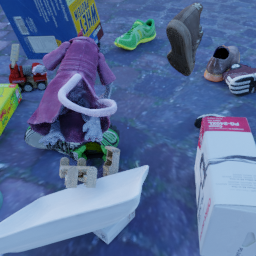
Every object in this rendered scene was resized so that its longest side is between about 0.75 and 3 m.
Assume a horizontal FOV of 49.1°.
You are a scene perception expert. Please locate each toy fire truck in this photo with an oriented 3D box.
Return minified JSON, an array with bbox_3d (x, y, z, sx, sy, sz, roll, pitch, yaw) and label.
[{"bbox_3d":[-3.780,-2.241,10.410,1.355,1.539,0.990,-9,41,-11],"label":"toy fire truck"}]

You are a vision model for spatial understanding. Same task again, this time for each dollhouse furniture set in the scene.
[{"bbox_3d":[-0.924,0.873,6.754,1.316,0.857,1.209,5,2,-20],"label":"dollhouse furniture set"}]

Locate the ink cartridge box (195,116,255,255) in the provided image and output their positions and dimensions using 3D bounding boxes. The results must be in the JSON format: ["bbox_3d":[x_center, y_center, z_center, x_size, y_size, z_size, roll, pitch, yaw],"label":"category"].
[{"bbox_3d":[2.064,1.198,5.945,1.037,1.807,2.488,4,39,7],"label":"ink cartridge box"}]

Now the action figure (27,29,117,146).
[{"bbox_3d":[-1.130,-1.076,5.646,1.857,2.064,2.772,10,63,-11],"label":"action figure"}]

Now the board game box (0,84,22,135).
[{"bbox_3d":[-4.546,-0.464,8.932,1.368,0.641,2.693,1,39,1],"label":"board game box"}]

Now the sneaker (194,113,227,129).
[{"bbox_3d":[2.780,-0.022,8.501,1.483,0.562,0.649,3,45,4],"label":"sneaker"}]

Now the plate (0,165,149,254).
[{"bbox_3d":[-0.938,1.475,5.244,2.792,0.451,2.786,-18,0,7],"label":"plate"}]

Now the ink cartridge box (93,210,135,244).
[{"bbox_3d":[-0.428,1.923,6.202,0.806,0.385,0.918,27,46,32],"label":"ink cartridge box"}]

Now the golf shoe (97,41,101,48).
[{"bbox_3d":[-1.749,-3.720,13.136,0.692,0.569,1.464,-9,35,17],"label":"golf shoe"}]

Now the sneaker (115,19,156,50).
[{"bbox_3d":[0.330,-4.647,13.675,1.031,1.163,2.783,28,47,29],"label":"sneaker"}]

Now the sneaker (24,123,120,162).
[{"bbox_3d":[-1.565,0.329,7.668,2.620,1.022,1.116,2,39,2],"label":"sneaker"}]

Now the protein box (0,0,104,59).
[{"bbox_3d":[-2.044,-3.100,7.760,2.018,2.003,1.361,5,48,20],"label":"protein box"}]

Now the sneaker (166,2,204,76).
[{"bbox_3d":[1.630,-2.212,7.414,0.890,2.526,0.954,42,88,15],"label":"sneaker"}]

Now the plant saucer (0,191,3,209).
[{"bbox_3d":[-3.637,1.770,6.515,1.329,0.239,1.329,0,39,0],"label":"plant saucer"}]

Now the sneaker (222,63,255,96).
[{"bbox_3d":[4.940,-2.137,10.716,2.794,1.057,1.614,-8,37,-9],"label":"sneaker"}]

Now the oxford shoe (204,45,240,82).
[{"bbox_3d":[4.111,-2.974,11.700,1.027,1.050,2.881,21,43,24],"label":"oxford shoe"}]
